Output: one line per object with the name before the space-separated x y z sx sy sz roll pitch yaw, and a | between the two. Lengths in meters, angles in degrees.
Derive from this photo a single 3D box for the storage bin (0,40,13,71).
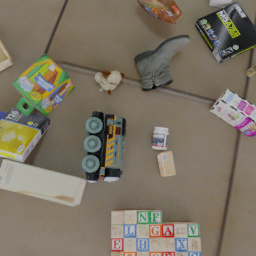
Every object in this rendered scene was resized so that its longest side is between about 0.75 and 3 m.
storage bin | -6.093 -3.084 11.499 1.946 0.912 1.932 -32 77 -8

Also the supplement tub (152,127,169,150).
supplement tub | 1.226 0.393 10.599 0.581 0.581 0.828 6 90 2

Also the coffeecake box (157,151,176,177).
coffeecake box | 1.390 1.328 10.215 0.397 1.086 0.834 -9 80 -3

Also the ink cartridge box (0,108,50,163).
ink cartridge box | -4.359 0.116 10.315 2.215 0.520 2.189 16 42 2

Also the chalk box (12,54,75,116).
chalk box | -3.384 -1.463 10.842 1.362 1.352 2.182 41 79 10

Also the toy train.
toy train | -0.883 0.690 10.453 1.542 1.153 2.706 5 75 -8

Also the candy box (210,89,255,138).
candy box | 4.232 -0.534 10.618 1.929 1.315 0.588 34 77 8

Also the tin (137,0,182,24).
tin | 1.227 -4.955 11.354 0.514 1.374 2.454 -54 41 8

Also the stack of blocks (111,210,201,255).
stack of blocks | 0.916 3.748 9.709 2.997 0.878 1.726 0 75 0

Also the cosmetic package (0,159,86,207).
cosmetic package | -2.994 1.941 9.915 2.758 1.451 0.980 13 78 5

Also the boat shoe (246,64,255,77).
boat shoe | 5.243 -2.460 11.676 0.289 0.247 0.788 43 79 10

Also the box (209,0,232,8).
box | 4.108 -5.831 12.247 0.852 0.856 0.733 10 77 2

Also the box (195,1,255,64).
box | 4.300 -4.091 11.973 2.072 0.510 2.146 -25 77 -4

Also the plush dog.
plush dog | -0.649 -1.892 10.997 1.113 0.956 0.893 0 66 -26

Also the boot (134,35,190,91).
boot | 1.518 -2.499 11.178 2.479 0.839 1.619 -23 77 22
